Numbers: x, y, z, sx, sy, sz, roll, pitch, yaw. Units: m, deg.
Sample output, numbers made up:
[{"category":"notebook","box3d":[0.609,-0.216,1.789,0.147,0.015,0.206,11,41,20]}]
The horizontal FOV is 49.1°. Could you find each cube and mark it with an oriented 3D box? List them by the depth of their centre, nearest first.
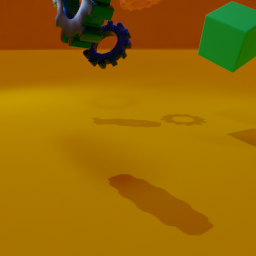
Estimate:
[{"category":"cube","box3d":[2.463,-2.153,6.602,1.055,1.055,1.055,-34,56,-27]}]

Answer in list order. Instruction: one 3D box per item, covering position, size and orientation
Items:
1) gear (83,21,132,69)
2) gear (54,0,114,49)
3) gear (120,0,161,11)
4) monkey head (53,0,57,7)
[{"category":"gear","box3d":[-0.602,-2.371,7.953,1.403,1.403,0.260,7,-16,22]},{"category":"gear","box3d":[-0.684,-2.046,4.185,0.301,1.630,1.630,-2,16,-34]},{"category":"gear","box3d":[0.384,-3.857,8.392,1.233,0.228,1.233,-10,6,1]},{"category":"monkey head","box3d":[-1.950,-3.856,8.246,0.604,0.721,1.002,28,51,9]}]
